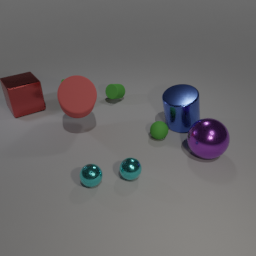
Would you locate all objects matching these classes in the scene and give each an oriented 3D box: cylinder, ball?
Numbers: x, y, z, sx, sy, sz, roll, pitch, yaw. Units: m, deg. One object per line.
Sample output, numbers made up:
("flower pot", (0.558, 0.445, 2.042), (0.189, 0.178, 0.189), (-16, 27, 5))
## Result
("cylinder", (-0.592, -1.731, 13.220), (0.700, 0.700, 0.700), (18, 17, 27))
("cylinder", (-1.925, -1.140, 10.639), (1.400, 1.400, 1.400), (-7, -4, -11))
("cylinder", (2.121, -0.778, 11.100), (1.400, 1.400, 1.400), (-8, 43, 8))
("ball", (-1.121, 1.434, 8.512), (0.700, 0.700, 0.700), (0, 32, 0))
("ball", (2.738, 0.360, 9.576), (1.400, 1.400, 1.400), (0, 32, 0))
("ball", (1.182, 0.085, 10.632), (0.700, 0.700, 0.700), (0, 32, 0))
("ball", (0.079, 1.269, 8.750), (0.700, 0.700, 0.700), (0, 32, 0))

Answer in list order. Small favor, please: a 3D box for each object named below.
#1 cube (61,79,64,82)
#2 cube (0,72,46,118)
("cube", (-2.652, -1.797, 12.837), (0.700, 0.700, 0.700), (0, 70, 38))
("cube", (-4.677, -1.515, 12.488), (1.400, 1.400, 1.400), (-21, 38, -27))
